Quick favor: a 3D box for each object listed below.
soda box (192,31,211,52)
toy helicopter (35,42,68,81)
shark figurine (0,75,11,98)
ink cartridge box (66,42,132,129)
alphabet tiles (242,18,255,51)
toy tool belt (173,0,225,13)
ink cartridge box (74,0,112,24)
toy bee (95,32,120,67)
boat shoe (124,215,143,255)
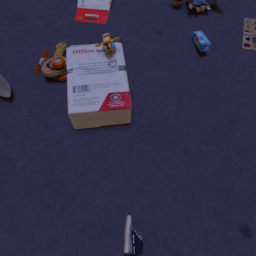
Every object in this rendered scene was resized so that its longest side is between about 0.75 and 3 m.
[{"bbox_3d":[2.267,-2.690,8.675,0.284,0.269,0.837,-7,45,-5],"label":"soda box"},{"bbox_3d":[-2.190,-2.060,8.388,1.003,0.598,1.517,-1,50,10],"label":"toy helicopter"},{"bbox_3d":[-4.754,-1.499,7.664,2.855,1.191,1.706,-8,60,-7],"label":"shark figurine"},{"bbox_3d":[-0.802,-1.171,7.577,1.557,0.904,2.158,-6,63,-4],"label":"ink cartridge box"},{"bbox_3d":[4.595,-2.931,9.047,1.723,0.065,1.440,13,62,6],"label":"alphabet tiles"},{"bbox_3d":[2.402,-4.375,9.308,1.643,1.026,1.010,-17,54,-8],"label":"toy tool belt"},{"bbox_3d":[-1.187,-4.218,9.604,1.128,0.351,1.402,7,60,4],"label":"ink cartridge box"},{"bbox_3d":[-0.484,-2.170,7.248,0.640,0.532,0.978,-35,62,-2],"label":"toy bee"},{"bbox_3d":[0.128,2.333,6.061,0.384,0.309,0.828,7,67,-6],"label":"boat shoe"}]
